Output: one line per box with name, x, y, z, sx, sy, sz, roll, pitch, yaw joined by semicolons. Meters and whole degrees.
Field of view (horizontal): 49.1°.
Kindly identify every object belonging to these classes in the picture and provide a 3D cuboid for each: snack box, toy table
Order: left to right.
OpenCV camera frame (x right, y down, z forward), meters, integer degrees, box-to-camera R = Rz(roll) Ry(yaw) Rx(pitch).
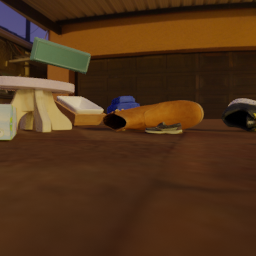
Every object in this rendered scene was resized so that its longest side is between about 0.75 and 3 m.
snack box;-3.420;-0.156;5.972;1.901;0.763;2.254;0;1;-18
toy table;-3.150;-0.721;9.246;2.805;1.643;2.578;0;2;-24

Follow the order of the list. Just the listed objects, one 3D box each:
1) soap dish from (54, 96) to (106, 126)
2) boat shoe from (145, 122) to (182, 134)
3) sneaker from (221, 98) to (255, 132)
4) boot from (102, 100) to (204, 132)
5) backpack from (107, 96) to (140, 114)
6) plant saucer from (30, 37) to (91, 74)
soap dish;-2.558;-0.886;14.491;1.847;0.954;2.348;-3;24;-43
boat shoe;0.966;-0.004;7.644;1.020;0.331;0.373;1;2;15
sneaker;4.151;-0.244;8.341;2.828;1.053;1.197;4;25;45
boot;0.697;-0.265;8.755;2.781;0.979;1.991;-3;6;44
backpack;-0.283;-0.894;15.096;1.473;1.521;1.812;0;-6;-26
plant saucer;-2.855;-3.121;12.341;2.794;0.977;0.265;5;16;-44
